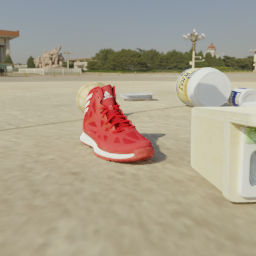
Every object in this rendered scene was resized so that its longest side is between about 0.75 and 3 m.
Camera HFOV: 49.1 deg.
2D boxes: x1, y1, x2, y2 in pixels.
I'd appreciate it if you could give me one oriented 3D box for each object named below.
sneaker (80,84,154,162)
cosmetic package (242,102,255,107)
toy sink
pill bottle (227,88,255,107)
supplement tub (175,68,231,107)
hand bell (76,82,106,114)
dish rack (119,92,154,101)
[{"bbox_3d":[-0.310,-0.162,4.903,0.794,1.171,2.027,-8,14,-37],"label":"sneaker"},{"bbox_3d":[4.262,-0.557,8.663,1.405,0.520,0.714,-8,13,-29],"label":"cosmetic package"},{"bbox_3d":[1.553,0.262,3.309,1.141,0.980,1.750,-1,6,-6],"label":"toy sink"},{"bbox_3d":[4.293,-1.104,10.583,0.831,0.831,1.388,-1,11,-4],"label":"pill bottle"},{"bbox_3d":[2.884,-1.554,10.928,1.563,1.563,2.165,-2,11,-8],"label":"supplement tub"},{"bbox_3d":[-0.784,-0.486,7.838,1.133,1.133,2.176,-3,24,-15],"label":"hand bell"},{"bbox_3d":[0.410,-1.596,14.318,1.599,0.348,1.372,-3,12,-16],"label":"dish rack"}]
